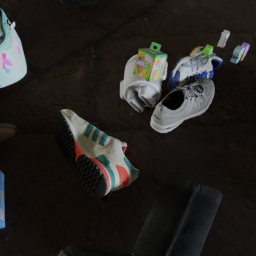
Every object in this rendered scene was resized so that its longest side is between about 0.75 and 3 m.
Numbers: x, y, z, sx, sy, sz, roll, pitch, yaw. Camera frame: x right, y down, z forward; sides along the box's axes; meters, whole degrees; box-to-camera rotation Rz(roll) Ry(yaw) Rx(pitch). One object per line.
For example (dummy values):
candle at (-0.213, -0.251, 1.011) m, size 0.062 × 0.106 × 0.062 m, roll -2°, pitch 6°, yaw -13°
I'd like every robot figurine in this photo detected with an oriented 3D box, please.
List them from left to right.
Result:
robot figurine at (0.425, -1.380, 8.071) m, size 1.614 × 1.075 × 1.903 m, roll -20°, pitch 46°, yaw 28°

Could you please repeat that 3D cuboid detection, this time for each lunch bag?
lunch bag at (-1.973, -0.810, 3.222) m, size 1.528 × 0.589 × 1.225 m, roll -22°, pitch 47°, yaw -7°

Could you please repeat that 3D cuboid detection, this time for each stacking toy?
stacking toy at (3.539, -2.387, 8.732) m, size 1.806 × 0.563 × 2.395 m, roll 28°, pitch 36°, yaw 20°

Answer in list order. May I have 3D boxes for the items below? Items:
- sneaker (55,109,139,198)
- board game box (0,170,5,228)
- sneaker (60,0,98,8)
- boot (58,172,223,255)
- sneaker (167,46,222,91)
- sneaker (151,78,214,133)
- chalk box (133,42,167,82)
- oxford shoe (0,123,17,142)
sneaker at (-0.803, 0.487, 6.891) m, size 1.287 × 0.969 × 2.753 m, roll -7°, pitch 40°, yaw -38°
board game box at (-3.657, 1.737, 6.141) m, size 1.750 × 0.320 × 1.324 m, roll -13°, pitch 54°, yaw -9°
sneaker at (-1.934, -5.541, 11.673) m, size 1.848 × 0.555 × 0.964 m, roll -9°, pitch 53°, yaw -13°
boot at (0.362, 1.983, 5.533) m, size 2.310 × 0.920 × 2.803 m, roll 31°, pitch 62°, yaw 9°
sneaker at (2.082, -1.749, 8.531) m, size 0.966 × 0.825 × 2.192 m, roll 33°, pitch 60°, yaw 23°
sneaker at (1.628, -0.775, 7.681) m, size 2.343 × 0.961 × 0.876 m, roll -38°, pitch 61°, yaw -26°
chalk box at (0.571, -1.664, 6.939) m, size 0.538 × 0.865 × 0.536 m, roll 33°, pitch 34°, yaw 31°
oxford shoe at (-3.586, 0.427, 7.014) m, size 1.743 × 0.633 × 0.736 m, roll -24°, pitch 59°, yaw -4°
